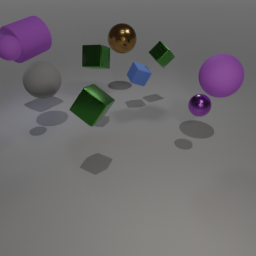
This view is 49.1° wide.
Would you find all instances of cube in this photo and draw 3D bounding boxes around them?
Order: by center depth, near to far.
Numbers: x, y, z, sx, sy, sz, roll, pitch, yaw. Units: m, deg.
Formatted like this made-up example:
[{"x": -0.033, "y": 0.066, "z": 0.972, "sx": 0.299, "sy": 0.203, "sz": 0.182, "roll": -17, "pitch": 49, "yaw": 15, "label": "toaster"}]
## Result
[{"x": -0.867, "y": -0.568, "z": 6.891, "sx": 0.700, "sy": 0.700, "sz": 0.700, "roll": 38, "pitch": 21, "yaw": 1, "label": "cube"}, {"x": -1.045, "y": -2.340, "z": 9.260, "sx": 0.700, "sy": 0.700, "sz": 0.700, "roll": 5, "pitch": 8, "yaw": 20, "label": "cube"}, {"x": 1.461, "y": -3.176, "z": 12.122, "sx": 0.700, "sy": 0.700, "sz": 0.700, "roll": 54, "pitch": 14, "yaw": 31, "label": "cube"}, {"x": 0.475, "y": -2.347, "z": 12.173, "sx": 0.700, "sy": 0.700, "sz": 0.700, "roll": 10, "pitch": 37, "yaw": -31, "label": "cube"}]

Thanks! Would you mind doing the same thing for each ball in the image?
[{"x": -3.387, "y": -2.267, "z": 7.944, "sx": 0.700, "sy": 0.700, "sz": 0.700, "roll": 0, "pitch": 28, "yaw": 0, "label": "ball"}, {"x": 2.208, "y": -0.695, "z": 8.620, "sx": 0.700, "sy": 0.700, "sz": 0.700, "roll": 0, "pitch": 28, "yaw": 0, "label": "ball"}, {"x": 2.999, "y": -1.682, "z": 9.043, "sx": 1.400, "sy": 1.400, "sz": 1.400, "roll": 0, "pitch": 28, "yaw": 0, "label": "ball"}, {"x": -3.199, "y": -1.798, "z": 10.456, "sx": 1.400, "sy": 1.400, "sz": 1.400, "roll": 0, "pitch": 28, "yaw": 0, "label": "ball"}, {"x": -0.281, "y": -4.305, "z": 13.500, "sx": 1.400, "sy": 1.400, "sz": 1.400, "roll": 0, "pitch": 28, "yaw": 0, "label": "ball"}]

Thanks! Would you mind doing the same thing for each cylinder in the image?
[{"x": -3.924, "y": -3.413, "z": 10.776, "sx": 1.400, "sy": 1.400, "sz": 1.400, "roll": 19, "pitch": 44, "yaw": 31, "label": "cylinder"}]
